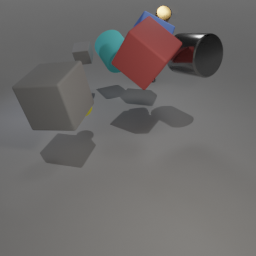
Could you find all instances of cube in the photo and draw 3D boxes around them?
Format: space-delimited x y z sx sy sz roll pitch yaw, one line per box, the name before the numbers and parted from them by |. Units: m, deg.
cube | -1.940 -3.240 12.124 0.700 0.700 0.700 -4 51 8
cube | -1.965 -0.882 7.700 1.400 1.400 1.400 0 37 19
cube | 0.842 -3.595 11.482 1.400 1.400 1.400 23 -9 -13
cube | 0.591 -2.373 8.905 1.400 1.400 1.400 39 49 -1

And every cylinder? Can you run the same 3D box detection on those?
cylinder | -0.616 -3.483 12.767 1.400 1.400 1.400 -16 58 -26
cylinder | 1.624 -5.233 13.110 0.700 0.700 0.700 -2 -2 -4
cylinder | 2.243 -2.503 9.561 1.400 1.400 1.400 -18 25 -28

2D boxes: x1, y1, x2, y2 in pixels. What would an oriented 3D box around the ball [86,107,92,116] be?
ball | -1.572 -0.727 9.562 0.700 0.700 0.700 0 29 0
